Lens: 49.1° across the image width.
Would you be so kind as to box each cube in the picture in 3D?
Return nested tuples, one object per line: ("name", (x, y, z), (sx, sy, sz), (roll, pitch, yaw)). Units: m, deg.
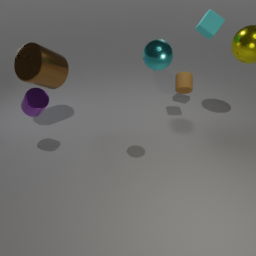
("cube", (3.094, -3.912, 10.617), (0.700, 0.700, 0.700), (35, 5, -3))

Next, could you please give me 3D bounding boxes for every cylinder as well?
("cylinder", (-3.162, -2.244, 10.322), (1.400, 1.400, 1.400), (18, 4, 27))
("cylinder", (2.311, -1.855, 11.544), (0.700, 0.700, 0.700), (2, 74, 4))
("cylinder", (-2.829, -0.772, 8.514), (0.700, 0.700, 0.700), (-25, -4, -35))

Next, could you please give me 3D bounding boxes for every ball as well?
("ball", (4.598, -3.116, 10.487), (1.400, 1.400, 1.400), (0, 31, 0))
("ball", (0.680, -1.657, 6.388), (0.700, 0.700, 0.700), (0, 31, 0))
